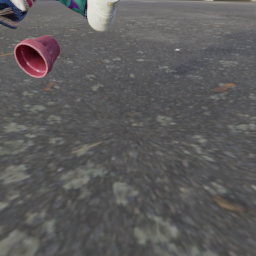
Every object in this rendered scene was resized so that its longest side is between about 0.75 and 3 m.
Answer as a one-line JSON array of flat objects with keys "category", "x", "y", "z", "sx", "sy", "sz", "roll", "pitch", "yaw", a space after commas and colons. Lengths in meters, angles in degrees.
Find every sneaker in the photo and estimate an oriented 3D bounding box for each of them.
[{"category": "sneaker", "x": -2.603, "y": -2.655, "z": 5.473, "sx": 0.994, "sy": 0.894, "sz": 2.417, "roll": -42, "pitch": 11, "yaw": 11}, {"category": "sneaker", "x": -0.436, "y": -3.058, "z": 5.220, "sx": 0.766, "sy": 2.080, "sz": 1.202, "roll": -6, "pitch": -7, "yaw": -18}]

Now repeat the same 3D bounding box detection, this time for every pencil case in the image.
[{"category": "pencil case", "x": -1.915, "y": -3.604, "z": 6.647, "sx": 2.653, "sy": 1.226, "sz": 1.129, "roll": 23, "pitch": 58, "yaw": -3}]

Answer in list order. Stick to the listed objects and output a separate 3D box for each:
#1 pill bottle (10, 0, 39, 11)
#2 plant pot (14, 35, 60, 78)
[{"category": "pill bottle", "x": -1.530, "y": -2.846, "z": 4.847, "sx": 1.507, "sy": 0.854, "sz": 0.854, "roll": -46, "pitch": 44, "yaw": -9}, {"category": "plant pot", "x": -2.064, "y": -1.766, "z": 6.639, "sx": 0.896, "sy": 0.896, "sz": 0.802, "roll": 12, "pitch": 44, "yaw": 20}]
